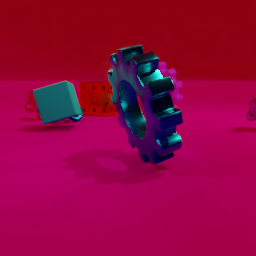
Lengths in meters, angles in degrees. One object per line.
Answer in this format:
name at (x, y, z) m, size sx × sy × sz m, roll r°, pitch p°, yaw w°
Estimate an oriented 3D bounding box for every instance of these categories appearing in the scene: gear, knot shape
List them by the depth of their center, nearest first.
gear at (0.227, -0.379, 4.922) m, size 0.376 × 2.033 × 2.033 m, roll -20°, pitch 17°, yaw -18°
knot shape at (-2.227, -0.627, 9.779) m, size 1.086 × 0.536 × 1.160 m, roll 25°, pitch 19°, yaw 30°
knot shape at (-3.340, -0.785, 10.212) m, size 0.500 × 1.012 × 1.081 m, roll -15°, pitch -12°, yaw -45°
gear at (1.075, -1.380, 10.281) m, size 0.374 × 2.024 × 2.024 m, roll -24°, pitch 24°, yaw -39°

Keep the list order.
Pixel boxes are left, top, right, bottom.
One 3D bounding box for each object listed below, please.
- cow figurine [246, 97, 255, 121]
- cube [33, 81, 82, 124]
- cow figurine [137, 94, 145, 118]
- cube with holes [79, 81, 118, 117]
cow figurine at (4.481, -0.516, 8.325) m, size 1.710 × 0.939 × 1.683 m, roll 24°, pitch 33°, yaw 26°
cube at (-2.096, -0.752, 8.457) m, size 1.023 × 1.023 × 1.023 m, roll -16°, pitch 4°, yaw 0°
cow figurine at (0.697, -0.913, 9.829) m, size 1.319 × 1.298 × 0.724 m, roll -1°, pitch 4°, yaw -5°
cube with holes at (-1.074, -1.264, 11.665) m, size 1.341 × 1.341 × 1.341 m, roll 5°, pitch 12°, yaw 24°
